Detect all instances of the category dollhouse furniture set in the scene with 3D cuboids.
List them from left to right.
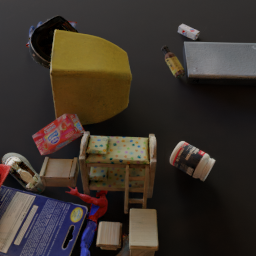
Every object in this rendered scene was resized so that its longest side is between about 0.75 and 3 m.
[{"bbox_3d":[-0.817,1.422,6.446,2.908,1.617,2.572,2,42,0],"label":"dollhouse furniture set"}]

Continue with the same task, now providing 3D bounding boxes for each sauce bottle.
[{"bbox_3d":[1.674,-2.506,10.571,0.436,0.436,1.348,-22,72,-16],"label":"sauce bottle"}]

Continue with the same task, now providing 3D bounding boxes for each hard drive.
[{"bbox_3d":[3.677,-2.493,10.734,2.960,0.487,2.065,2,52,1],"label":"hard drive"}]

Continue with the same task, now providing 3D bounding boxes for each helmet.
[{"bbox_3d":[-2.709,-3.035,10.339,1.747,1.832,1.832,-36,53,16],"label":"helmet"}]

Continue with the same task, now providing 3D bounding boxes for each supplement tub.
[{"bbox_3d":[1.812,0.934,7.926,1.091,0.765,0.765,29,58,20],"label":"supplement tub"}]

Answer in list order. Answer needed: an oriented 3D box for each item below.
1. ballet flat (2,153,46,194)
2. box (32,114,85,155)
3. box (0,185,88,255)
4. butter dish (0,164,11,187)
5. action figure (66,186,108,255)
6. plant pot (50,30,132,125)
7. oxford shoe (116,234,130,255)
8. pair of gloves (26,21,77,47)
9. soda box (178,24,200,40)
[{"bbox_3d":[-2.996,1.166,7.837,1.780,0.567,0.600,34,73,23],"label":"ballet flat"},{"bbox_3d":[-1.928,0.177,7.820,1.278,0.610,0.637,-30,82,18],"label":"box"},{"bbox_3d":[-2.440,2.438,6.864,2.688,0.435,1.628,9,53,15],"label":"box"},{"bbox_3d":[-4.258,1.410,6.959,1.847,1.369,1.853,-4,49,29],"label":"butter dish"},{"bbox_3d":[-1.207,2.388,6.801,1.162,0.766,2.348,18,55,6],"label":"action figure"},{"bbox_3d":[-1.120,-1.528,8.924,2.318,2.251,2.266,-1,48,-8],"label":"plant pot"},{"bbox_3d":[0.173,2.650,6.765,0.553,0.521,1.478,24,56,19],"label":"oxford shoe"},{"bbox_3d":[-3.168,-4.005,12.054,2.338,0.266,1.880,5,54,5],"label":"pair of gloves"},{"bbox_3d":[2.632,-4.172,12.150,0.906,0.289,0.309,36,60,24],"label":"soda box"}]
